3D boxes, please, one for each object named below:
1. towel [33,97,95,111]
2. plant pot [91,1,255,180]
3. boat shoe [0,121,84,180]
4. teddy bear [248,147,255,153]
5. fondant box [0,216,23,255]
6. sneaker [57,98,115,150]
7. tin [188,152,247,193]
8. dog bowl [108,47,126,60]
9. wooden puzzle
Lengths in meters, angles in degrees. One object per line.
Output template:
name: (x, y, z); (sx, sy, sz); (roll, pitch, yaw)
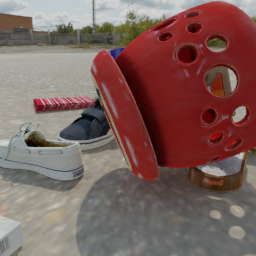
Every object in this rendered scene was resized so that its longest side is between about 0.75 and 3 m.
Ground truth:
towel: (-2.241, -0.878, 9.780); (2.002, 0.225, 1.448); (-5, 16, -22)
plant pot: (0.714, -0.436, 4.401); (2.149, 2.360, 2.360); (-24, 21, -4)
boat shoe: (-1.740, 0.278, 5.053); (2.103, 0.897, 0.777); (10, 20, 28)
teddy bear: (2.904, 0.133, 6.207); (1.400, 0.645, 1.931); (14, 13, 17)
fondant box: (-1.830, 1.233, 3.049); (1.070, 0.312, 0.772); (7, 19, 23)
sneaker: (-0.527, -0.293, 6.653); (1.042, 1.055, 2.656); (17, 26, 39)
tin: (1.619, 0.635, 4.961); (0.887, 0.332, 1.584); (12, 21, 22)
dog bowl: (-0.161, -2.167, 10.915); (2.361, 0.930, 2.361); (-8, -12, -2)
wooden puzzle: (1.859, -0.801, 6.758); (2.063, 1.392, 0.241); (-18, -3, 31)
